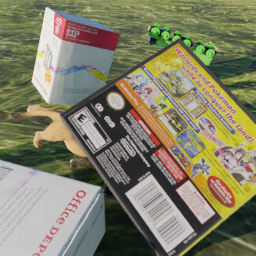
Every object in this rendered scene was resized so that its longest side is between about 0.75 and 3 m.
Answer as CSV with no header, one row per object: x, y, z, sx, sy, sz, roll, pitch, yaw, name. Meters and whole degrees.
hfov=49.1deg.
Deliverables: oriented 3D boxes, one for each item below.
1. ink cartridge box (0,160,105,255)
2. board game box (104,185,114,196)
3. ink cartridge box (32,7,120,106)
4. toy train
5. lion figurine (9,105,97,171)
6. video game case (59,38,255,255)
-1.861,1.594,4.378,2.574,1.126,1.870,9,33,17,ink cartridge box
0.410,1.318,5.217,1.460,0.206,0.988,13,-7,20,board game box
-1.759,-2.179,8.990,1.841,2.546,1.850,1,29,-36,ink cartridge box
1.793,-2.801,9.494,2.466,0.695,0.515,19,43,-5,toy train
-0.968,0.248,5.701,1.550,2.532,0.917,-5,63,41,lion figurine
0.750,0.202,4.690,2.633,0.372,2.914,-35,74,-11,video game case
